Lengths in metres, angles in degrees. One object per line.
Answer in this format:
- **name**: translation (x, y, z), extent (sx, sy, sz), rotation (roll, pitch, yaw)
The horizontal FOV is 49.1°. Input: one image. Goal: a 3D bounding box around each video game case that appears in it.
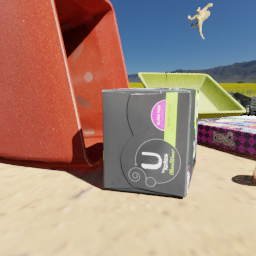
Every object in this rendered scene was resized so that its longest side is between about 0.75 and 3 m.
- **video game case**: translation (2.728, 0.108, 5.518), extent (2.276, 0.450, 2.511), rotation (-3, 9, -24)

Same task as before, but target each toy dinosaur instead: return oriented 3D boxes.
- **toy dinosaur**: translation (2.389, -3.636, 9.357), extent (0.715, 1.415, 0.412), rotation (5, -19, 47)

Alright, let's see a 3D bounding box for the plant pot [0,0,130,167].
- **plant pot**: translation (-1.569, -0.858, 5.045), extent (2.502, 2.840, 2.837), rotation (-10, 5, 16)

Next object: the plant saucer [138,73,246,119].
- **plant saucer**: translation (2.006, -1.000, 9.691), extent (2.888, 0.691, 2.884), rotation (-2, 35, -14)

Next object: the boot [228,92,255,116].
- **boot**: translation (4.758, -0.831, 10.383), extent (1.857, 0.935, 2.484), rotation (-5, 17, 15)

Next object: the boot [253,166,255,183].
- **boot**: translation (1.880, 0.555, 3.052), extent (0.858, 0.329, 0.666), rotation (4, 10, -24)

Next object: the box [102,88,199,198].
- **box**: translation (0.371, 0.056, 3.498), extent (0.928, 1.109, 1.493), rotation (2, 8, 18)
